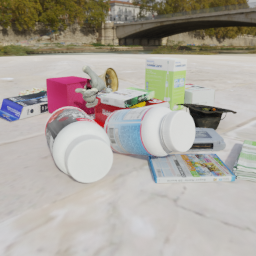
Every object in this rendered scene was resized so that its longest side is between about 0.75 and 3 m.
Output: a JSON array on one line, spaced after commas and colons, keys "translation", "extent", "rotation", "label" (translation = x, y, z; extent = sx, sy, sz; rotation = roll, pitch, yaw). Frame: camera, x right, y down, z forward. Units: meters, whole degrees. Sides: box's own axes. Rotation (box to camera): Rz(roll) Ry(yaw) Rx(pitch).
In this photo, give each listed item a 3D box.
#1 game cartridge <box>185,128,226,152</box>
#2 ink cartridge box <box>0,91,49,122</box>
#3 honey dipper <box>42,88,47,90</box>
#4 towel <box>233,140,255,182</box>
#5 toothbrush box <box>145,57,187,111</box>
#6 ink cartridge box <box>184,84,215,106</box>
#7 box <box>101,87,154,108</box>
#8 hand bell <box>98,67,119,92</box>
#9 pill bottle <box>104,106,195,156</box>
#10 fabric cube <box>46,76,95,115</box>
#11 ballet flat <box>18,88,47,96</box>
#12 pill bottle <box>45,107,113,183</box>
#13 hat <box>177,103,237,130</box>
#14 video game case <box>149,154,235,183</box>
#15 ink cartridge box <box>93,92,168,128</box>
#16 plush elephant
[{"translation": [1.850, 0.334, 8.763], "extent": [1.998, 0.415, 1.331], "rotation": [-1, 14, -2], "label": "game cartridge"}, {"translation": [-4.252, -1.023, 12.295], "extent": [1.466, 0.578, 2.948], "rotation": [20, 27, 31], "label": "ink cartridge box"}, {"translation": [-4.069, -2.267, 16.565], "extent": [2.287, 0.434, 0.434], "rotation": [-1, 18, 10], "label": "honey dipper"}, {"translation": [3.757, 0.911, 7.224], "extent": [1.734, 0.357, 2.325], "rotation": [12, 19, 25], "label": "towel"}, {"translation": [1.678, -2.028, 12.783], "extent": [0.978, 2.272, 1.654], "rotation": [-17, 24, -41], "label": "toothbrush box"}, {"translation": [3.111, -1.616, 13.853], "extent": [1.422, 0.808, 1.951], "rotation": [-9, 20, -25], "label": "ink cartridge box"}, {"translation": [0.005, -1.095, 9.813], "extent": [1.148, 0.289, 1.590], "rotation": [17, 30, 40], "label": "box"}, {"translation": [-2.167, -2.585, 16.602], "extent": [2.930, 1.525, 1.525], "rotation": [-4, 15, 29], "label": "hand bell"}, {"translation": [0.512, 0.091, 7.299], "extent": [1.261, 1.261, 2.320], "rotation": [-17, 11, -40], "label": "pill bottle"}, {"translation": [-2.392, -1.357, 11.981], "extent": [1.541, 1.516, 1.546], "rotation": [16, 24, 41], "label": "fabric cube"}, {"translation": [-4.719, -1.719, 14.030], "extent": [0.649, 0.768, 2.030], "rotation": [42, 20, 3], "label": "ballet flat"}, {"translation": [-1.253, 0.372, 7.013], "extent": [1.377, 1.377, 2.487], "rotation": [-8, 19, -22], "label": "pill bottle"}, {"translation": [2.682, -0.337, 9.925], "extent": [2.278, 0.919, 2.278], "rotation": [9, 10, -1], "label": "hat"}, {"translation": [1.532, 0.992, 7.093], "extent": [1.869, 0.166, 1.338], "rotation": [-1, 18, -3], "label": "video game case"}, {"translation": [-0.173, -0.571, 10.347], "extent": [2.201, 1.051, 2.507], "rotation": [-14, 24, -35], "label": "ink cartridge box"}, {"translation": [-1.361, -1.349, 10.051], "extent": [1.330, 1.095, 1.030], "rotation": [34, 56, 16], "label": "plush elephant"}]
